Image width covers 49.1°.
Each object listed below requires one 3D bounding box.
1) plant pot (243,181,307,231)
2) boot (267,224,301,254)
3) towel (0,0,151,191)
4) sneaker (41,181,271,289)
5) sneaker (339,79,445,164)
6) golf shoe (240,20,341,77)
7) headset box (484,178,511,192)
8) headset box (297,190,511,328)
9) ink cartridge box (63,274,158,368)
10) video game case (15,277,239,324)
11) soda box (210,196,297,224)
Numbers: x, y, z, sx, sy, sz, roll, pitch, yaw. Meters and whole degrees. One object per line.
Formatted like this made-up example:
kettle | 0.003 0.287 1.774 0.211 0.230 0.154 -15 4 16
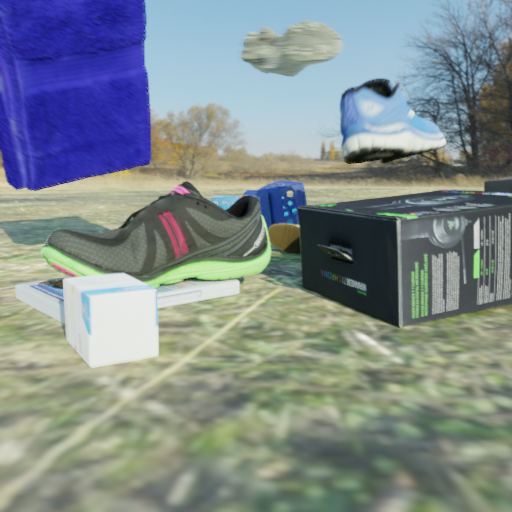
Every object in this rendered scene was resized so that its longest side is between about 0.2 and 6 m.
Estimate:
plant pot | 0.411 -1.038 13.046 1.138 1.266 1.266 -12 13 -24
boot | 1.043 -0.368 10.853 1.507 0.543 1.166 8 11 13
towel | -2.753 -2.616 8.370 2.503 3.389 0.840 -16 44 -24
sneaker | -1.118 -0.275 6.708 2.923 1.224 1.122 -7 12 -39
sneaker | 2.198 -2.195 8.955 1.117 1.268 2.844 -10 1 35
golf shoe | 0.899 -4.567 12.638 2.441 0.956 1.187 13 -9 32
headset box | 7.804 -1.389 14.269 3.519 1.359 2.619 -6 6 -31
headset box | 1.931 -0.100 6.786 2.477 1.149 2.156 -8 11 -21
ink cartridge box | -1.314 0.517 4.945 0.592 0.608 0.946 -5 11 -31
video game case | -1.567 0.416 6.937 2.248 0.203 1.610 -7 12 -40
soda box | 0.046 -1.159 14.951 2.431 0.824 0.780 2 9 14
